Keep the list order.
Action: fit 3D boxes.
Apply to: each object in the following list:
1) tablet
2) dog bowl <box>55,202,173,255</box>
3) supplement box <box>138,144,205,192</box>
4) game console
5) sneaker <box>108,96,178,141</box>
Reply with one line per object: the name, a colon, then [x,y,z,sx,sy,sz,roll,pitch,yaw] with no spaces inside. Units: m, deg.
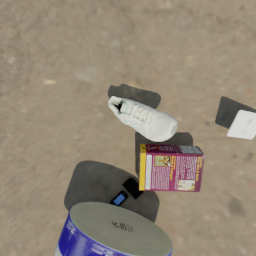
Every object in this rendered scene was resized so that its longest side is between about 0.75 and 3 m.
tablet: [2.886,-0.061,6.823,1.074,0.073,0.699,7,114,-35]
dog bowl: [-0.277,2.480,5.923,2.332,2.332,0.918,19,92,1]
supplement box: [0.993,0.938,6.729,1.468,0.758,0.961,3,104,1]
game console: [-0.059,1.711,7.131,0.871,0.105,0.514,-43,87,-2]
sneaker: [0.240,-0.234,6.267,1.902,0.762,0.669,23,85,43]
